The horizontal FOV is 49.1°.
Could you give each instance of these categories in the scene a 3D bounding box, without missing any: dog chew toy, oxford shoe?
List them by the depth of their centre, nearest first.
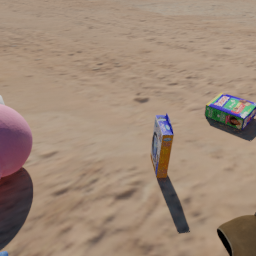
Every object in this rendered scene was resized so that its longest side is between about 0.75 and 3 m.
[{"bbox_3d":[1.634,2.202,3.131,1.124,0.968,2.663,-16,31,10],"label":"oxford shoe"},{"bbox_3d":[-2.806,0.592,4.966,1.472,1.472,2.364,12,41,18],"label":"dog chew toy"}]

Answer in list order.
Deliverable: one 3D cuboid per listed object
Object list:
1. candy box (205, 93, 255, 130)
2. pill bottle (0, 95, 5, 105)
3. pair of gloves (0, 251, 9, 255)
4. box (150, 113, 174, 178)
[{"bbox_3d":[2.730,-0.476,7.427,1.063,0.409,0.899,25,44,35],"label":"candy box"},{"bbox_3d":[-3.654,-0.050,6.223,1.856,1.034,1.034,-18,37,-24],"label":"pill bottle"},{"bbox_3d":[-2.888,2.217,3.453,2.531,0.288,2.035,-5,35,-9],"label":"pair of gloves"},{"bbox_3d":[0.658,0.307,5.545,0.247,1.193,0.710,-3,34,-6],"label":"box"}]
